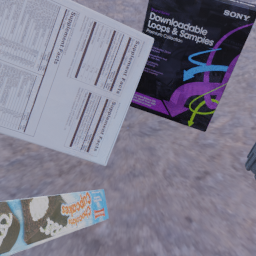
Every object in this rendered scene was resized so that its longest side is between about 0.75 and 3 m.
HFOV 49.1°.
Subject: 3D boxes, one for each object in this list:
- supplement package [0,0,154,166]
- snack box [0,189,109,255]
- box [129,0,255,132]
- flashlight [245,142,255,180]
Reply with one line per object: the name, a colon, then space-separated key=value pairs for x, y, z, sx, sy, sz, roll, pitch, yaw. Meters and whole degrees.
supplement package: x=-1.389 y=-0.963 z=4.649 sx=2.702 sy=2.036 sz=2.051 roll=19 pitch=7 yaw=-15
snack box: x=-1.564 y=1.213 z=3.441 sx=1.644 sy=2.830 sz=0.525 roll=-16 pitch=76 yaw=17
box: x=1.038 y=-1.225 z=5.218 sx=1.760 sy=2.462 sz=0.444 roll=19 pitch=37 yaw=10
flashlight: x=2.232 y=-0.298 z=3.436 sx=0.768 sy=2.269 sz=0.771 roll=-2 pitch=41 yaw=-21
